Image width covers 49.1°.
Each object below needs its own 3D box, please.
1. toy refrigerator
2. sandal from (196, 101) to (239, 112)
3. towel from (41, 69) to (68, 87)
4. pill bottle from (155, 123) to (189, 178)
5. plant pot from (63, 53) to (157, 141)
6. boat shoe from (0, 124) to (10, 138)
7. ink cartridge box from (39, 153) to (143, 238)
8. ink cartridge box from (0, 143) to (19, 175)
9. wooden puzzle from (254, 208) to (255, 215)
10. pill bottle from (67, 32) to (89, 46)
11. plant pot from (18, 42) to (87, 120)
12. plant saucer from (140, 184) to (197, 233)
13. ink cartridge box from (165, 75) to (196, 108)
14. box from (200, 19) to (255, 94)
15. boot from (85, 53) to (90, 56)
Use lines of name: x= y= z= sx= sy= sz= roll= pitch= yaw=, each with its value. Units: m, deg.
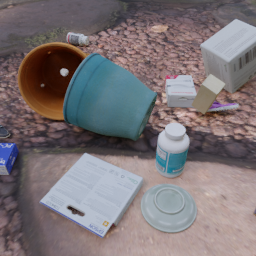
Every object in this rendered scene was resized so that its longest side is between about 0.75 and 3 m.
toy refrigerator: x=2.968 y=-1.234 z=10.446 sx=0.659 sy=1.735 sz=0.607 roll=38 pitch=73 yaw=13
sandal: x=3.619 y=-0.928 z=11.453 sx=1.677 sy=0.412 sz=0.682 roll=-5 pitch=10 yaw=7
towel: x=-3.964 y=-2.424 z=13.498 sx=1.989 sy=0.343 sz=1.318 roll=2 pitch=42 yaw=2
pill bottle: x=1.391 y=0.689 z=8.802 sx=0.962 sy=1.737 sz=0.962 roll=1 pitch=41 yaw=-1
plant pot: x=-0.469 y=-0.903 z=10.078 sx=2.616 sy=2.784 sz=2.784 roll=25 pitch=45 yaw=9
boat shoe: x=-4.949 y=0.021 z=10.626 sx=1.164 sy=0.365 sz=0.423 roll=25 pitch=47 yaw=26
ink cartridge box: x=-1.024 y=1.943 z=8.325 sx=2.204 sy=0.486 sz=2.245 roll=21 pitch=47 yaw=23
ink cartridge box: x=-4.969 y=1.009 z=9.385 sx=2.223 sy=0.491 sz=1.045 roll=1 pitch=42 yaw=1
wooden puzzle: x=4.721 y=2.456 z=7.963 sx=2.291 sy=0.161 sz=1.359 roll=5 pitch=41 yaw=6
pill bottle: x=-2.923 y=-5.198 z=16.441 sx=1.203 sy=0.666 sz=0.666 roll=14 pitch=43 yaw=15
plant pot: x=-2.677 y=-2.068 z=11.380 sx=2.957 sy=2.957 sz=2.070 roll=-3 pitch=25 yaw=-3
plant saucer: x=1.185 y=2.185 z=8.093 sx=1.641 sy=0.412 sz=1.641 roll=0 pitch=41 yaw=0
ink cartridge box: x=2.268 y=-1.617 z=12.271 sx=1.195 sy=0.686 sz=1.646 roll=1 pitch=41 yaw=2
box: x=4.744 y=-3.191 z=12.575 sx=2.133 sy=2.144 sz=1.837 roll=-37 pitch=50 yaw=-5
boot: x=-2.333 y=-3.646 z=14.769 sx=1.424 sy=0.518 sz=1.512 roll=1 pitch=40 yaw=1
